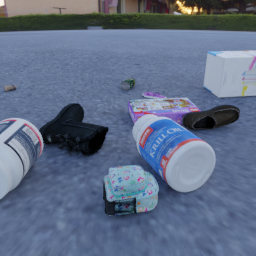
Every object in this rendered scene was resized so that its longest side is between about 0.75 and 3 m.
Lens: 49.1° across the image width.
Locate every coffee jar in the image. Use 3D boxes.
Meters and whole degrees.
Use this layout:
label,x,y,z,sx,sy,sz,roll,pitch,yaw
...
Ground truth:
label,x,y,z,sx,sy,sz,roll,pitch,yaw
coffee jar,0.024,-2.244,14.221,0.517,0.423,0.992,7,26,18

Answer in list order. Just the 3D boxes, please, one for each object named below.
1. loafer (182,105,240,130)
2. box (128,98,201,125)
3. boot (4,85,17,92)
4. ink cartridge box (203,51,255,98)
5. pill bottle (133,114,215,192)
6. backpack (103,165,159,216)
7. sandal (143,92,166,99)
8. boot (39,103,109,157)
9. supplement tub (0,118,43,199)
label,x,y,z,sx,sy,sz,roll,pitch,yaw
loafer,2.909,-0.241,9.512,2.018,0.737,0.720,-12,29,-4
box,1.318,-0.628,10.526,2.433,0.476,1.665,-3,24,-8
boot,-5.791,-1.977,13.830,0.561,0.270,0.768,-6,25,-17
ink cartridge box,5.431,-2.643,13.361,2.928,1.833,1.882,-4,24,-8
pill bottle,0.988,0.477,7.075,1.286,1.286,2.291,-10,25,-22
backpack,0.071,1.287,5.896,1.130,0.851,1.003,1,24,-11
sandal,1.229,-1.526,12.758,1.242,0.305,0.505,18,30,35
boot,-1.468,-0.010,8.733,1.832,0.827,2.236,9,33,24
supplement tub,-2.921,0.674,6.559,1.327,1.327,1.891,2,24,5
